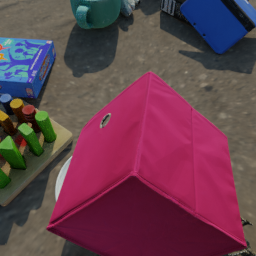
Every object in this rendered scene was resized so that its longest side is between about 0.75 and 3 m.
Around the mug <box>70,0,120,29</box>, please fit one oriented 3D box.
[{"bbox_3d":[-1.247,-4.211,9.661,2.081,1.287,1.710,-37,64,-22],"label":"mug"}]

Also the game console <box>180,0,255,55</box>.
[{"bbox_3d":[3.171,-3.827,9.443,2.154,1.275,1.839,51,46,4],"label":"game console"}]

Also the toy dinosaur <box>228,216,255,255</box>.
[{"bbox_3d":[1.987,2.031,5.774,1.590,0.612,0.813,38,96,37],"label":"toy dinosaur"}]

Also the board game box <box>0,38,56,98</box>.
[{"bbox_3d":[-3.795,-1.877,8.334,2.758,0.620,2.098,4,49,3],"label":"board game box"}]

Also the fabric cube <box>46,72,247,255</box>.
[{"bbox_3d":[0.178,0.489,2.747,1.254,1.231,1.250,36,40,-22],"label":"fabric cube"}]

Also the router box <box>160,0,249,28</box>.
[{"bbox_3d":[2.930,-4.845,10.424,2.194,0.729,2.791,39,64,23],"label":"router box"}]

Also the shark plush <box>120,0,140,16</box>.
[{"bbox_3d":[-0.611,-4.992,10.567,2.246,1.020,0.935,33,92,16],"label":"shark plush"}]

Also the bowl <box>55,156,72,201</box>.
[{"bbox_3d":[-0.357,1.472,5.845,2.223,0.999,2.223,5,52,-7],"label":"bowl"}]

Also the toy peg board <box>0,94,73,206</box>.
[{"bbox_3d":[-3.010,0.154,6.758,2.316,1.138,2.326,32,61,20],"label":"toy peg board"}]
